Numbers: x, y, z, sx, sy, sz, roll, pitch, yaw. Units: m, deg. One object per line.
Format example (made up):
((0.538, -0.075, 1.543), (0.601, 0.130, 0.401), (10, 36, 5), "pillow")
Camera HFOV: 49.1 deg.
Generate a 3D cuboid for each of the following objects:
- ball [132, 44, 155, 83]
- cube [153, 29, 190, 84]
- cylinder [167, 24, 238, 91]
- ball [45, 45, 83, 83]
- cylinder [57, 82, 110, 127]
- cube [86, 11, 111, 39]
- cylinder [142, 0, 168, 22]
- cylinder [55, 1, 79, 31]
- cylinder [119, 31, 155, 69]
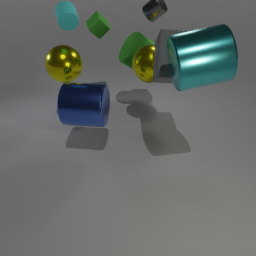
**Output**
((0.854, -2.387, 10.448), (1.400, 1.400, 1.400), (0, 31, 0), "ball")
((1.572, -2.150, 8.720), (1.400, 1.400, 1.400), (3, 3, -1), "cube")
((1.804, -1.742, 7.029), (1.400, 1.400, 1.400), (-12, 31, 2), "cylinder")
((-2.403, -2.402, 10.531), (1.400, 1.400, 1.400), (0, 31, 0), "ball")
((-1.398, -0.761, 9.142), (1.400, 1.400, 1.400), (3, 31, 7), "cylinder")
((-1.303, -4.487, 12.222), (0.700, 0.700, 0.700), (28, 34, -47), "cube")
((1.017, -4.502, 10.583), (0.700, 0.700, 0.700), (-28, 13, 37), "cylinder")
((-2.076, -3.805, 9.500), (0.700, 0.700, 0.700), (-9, 57, -15), "cylinder")
((0.554, -3.066, 11.721), (1.400, 1.400, 1.400), (26, 21, -26), "cylinder")
